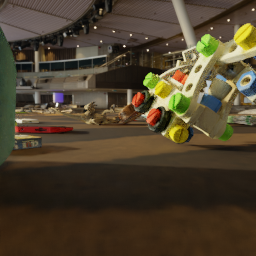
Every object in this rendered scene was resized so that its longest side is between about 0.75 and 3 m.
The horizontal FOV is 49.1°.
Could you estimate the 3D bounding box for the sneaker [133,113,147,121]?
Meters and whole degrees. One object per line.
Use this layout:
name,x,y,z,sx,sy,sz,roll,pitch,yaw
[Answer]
sneaker,1.216,-0.994,14.409,2.746,0.917,1.471,1,-18,-42

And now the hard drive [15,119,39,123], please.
hard drive,-4.471,-0.307,12.273,0.746,0.149,1.131,-3,5,-39

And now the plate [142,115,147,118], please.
plate,2.028,-0.451,12.989,2.803,0.358,2.803,1,3,0

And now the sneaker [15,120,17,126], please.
sneaker,-4.016,-0.189,9.103,0.751,0.314,0.278,-2,5,-23

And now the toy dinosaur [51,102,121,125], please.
toy dinosaur,-1.391,-0.378,10.550,2.892,0.842,1.463,6,-14,-20

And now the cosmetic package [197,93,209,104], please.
cosmetic package,2.218,-0.699,10.328,1.408,1.171,1.178,2,4,19

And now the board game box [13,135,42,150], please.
board game box,-1.783,0.213,3.996,0.601,0.153,0.887,3,5,44

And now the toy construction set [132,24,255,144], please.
toy construction set,1.025,-0.707,4.492,1.274,1.814,2.766,31,13,-9

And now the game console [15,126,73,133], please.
game console,-2.102,0.009,7.067,1.176,0.182,1.040,1,4,11

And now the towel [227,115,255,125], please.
towel,4.185,-0.301,11.459,2.434,0.374,1.816,0,1,45

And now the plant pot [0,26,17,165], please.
plant pot,-1.747,-0.298,2.103,1.526,1.525,2.159,0,-3,2

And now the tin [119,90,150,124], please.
tin,0.697,-0.955,10.660,2.358,0.494,1.320,-33,-13,6
